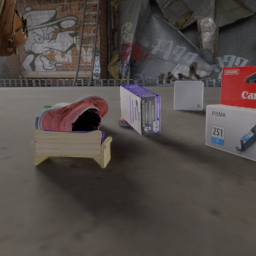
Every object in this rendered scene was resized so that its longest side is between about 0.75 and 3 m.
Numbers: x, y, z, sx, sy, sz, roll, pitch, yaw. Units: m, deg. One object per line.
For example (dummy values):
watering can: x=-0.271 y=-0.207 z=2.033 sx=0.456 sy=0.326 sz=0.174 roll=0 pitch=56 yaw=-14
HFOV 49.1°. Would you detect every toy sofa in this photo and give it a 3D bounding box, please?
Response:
toy sofa: x=-0.998 y=0.307 z=5.070 sx=1.360 sy=0.664 sz=0.563 roll=1 pitch=10 yaw=8

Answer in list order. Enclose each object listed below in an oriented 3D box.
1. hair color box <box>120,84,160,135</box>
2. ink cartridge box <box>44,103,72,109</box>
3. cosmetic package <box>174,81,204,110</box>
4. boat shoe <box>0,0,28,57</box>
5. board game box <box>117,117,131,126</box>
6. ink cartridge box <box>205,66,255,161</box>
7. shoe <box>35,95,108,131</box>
hair color box: x=0.313 y=-0.602 z=8.192 sx=0.618 sy=1.043 sz=1.908 roll=-8 pitch=20 yaw=-14
ink cartridge box: x=-1.952 y=-0.492 z=9.552 sx=1.444 sy=0.632 sz=1.049 roll=3 pitch=11 yaw=25
cosmetic package: x=2.966 y=-1.622 z=13.757 sx=1.357 sy=1.349 sz=1.622 roll=2 pitch=12 yaw=11
boat shoe: x=-3.016 y=-2.664 z=7.102 sx=0.982 sy=1.039 sz=2.889 roll=8 pitch=-10 yaw=-29
board game box: x=0.181 y=-0.267 z=9.458 sx=0.839 sy=0.213 sz=1.247 roll=2 pitch=10 yaw=10
ink cartridge box: x=2.345 y=-0.329 z=5.465 sx=0.447 sy=1.760 sz=1.998 roll=-5 pitch=11 yaw=-24
shoe: x=-1.103 y=-0.301 z=7.778 sx=1.253 sy=0.984 sz=2.756 roll=8 pitch=18 yaw=31
